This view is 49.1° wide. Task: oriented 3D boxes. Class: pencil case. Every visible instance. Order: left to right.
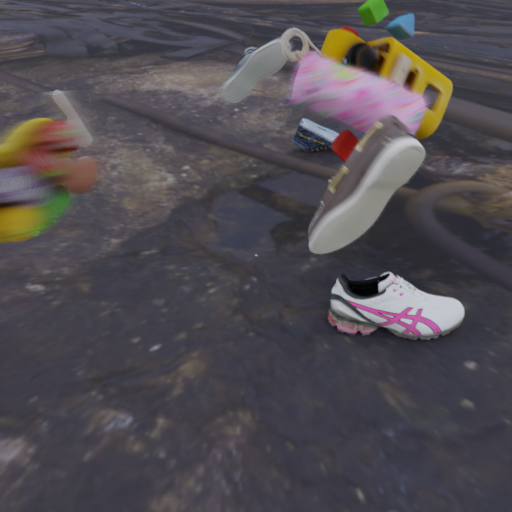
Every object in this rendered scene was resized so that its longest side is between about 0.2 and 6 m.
[{"bbox_3d":[1.655,-2.590,9.306,2.194,0.959,0.959,17,31,-16],"label":"pencil case"}]

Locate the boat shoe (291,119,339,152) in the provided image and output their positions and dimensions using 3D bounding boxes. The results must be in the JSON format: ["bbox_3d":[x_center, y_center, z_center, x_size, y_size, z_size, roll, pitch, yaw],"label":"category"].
[{"bbox_3d":[1.704,-2.999,14.756,1.516,0.688,0.536,23,30,-15],"label":"boat shoe"}]

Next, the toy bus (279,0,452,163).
[{"bbox_3d":[2.257,-3.262,10.288,2.829,2.669,1.462,-28,21,-20],"label":"toy bus"}]

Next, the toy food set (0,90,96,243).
[{"bbox_3d":[-2.523,-0.961,6.853,0.681,1.227,2.085,23,65,14],"label":"toy food set"}]

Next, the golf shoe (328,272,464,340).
[{"bbox_3d":[2.213,0.746,8.715,2.124,0.978,0.771,2,34,0],"label":"golf shoe"}]

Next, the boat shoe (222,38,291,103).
[{"bbox_3d":[-0.004,-4.093,12.139,0.715,1.910,0.591,27,46,-28],"label":"boat shoe"}]

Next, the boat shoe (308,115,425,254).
[{"bbox_3d":[1.262,-0.837,7.133,0.748,2.081,0.619,1,52,-33],"label":"boat shoe"}]
